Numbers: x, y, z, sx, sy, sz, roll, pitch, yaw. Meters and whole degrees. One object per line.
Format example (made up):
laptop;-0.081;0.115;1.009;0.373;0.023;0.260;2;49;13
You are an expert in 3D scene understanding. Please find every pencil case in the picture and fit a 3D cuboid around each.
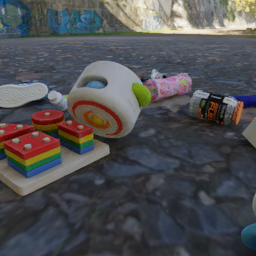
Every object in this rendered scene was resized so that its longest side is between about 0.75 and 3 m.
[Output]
pencil case;1.895;-1.948;13.145;2.526;1.104;1.104;-18;28;-34

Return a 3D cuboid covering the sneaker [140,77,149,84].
sneaker;0.608;-2.371;14.730;1.101;0.613;0.423;0;23;0

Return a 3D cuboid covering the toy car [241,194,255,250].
toy car;2.470;1.800;4.086;1.331;1.553;1.775;-45;36;-8

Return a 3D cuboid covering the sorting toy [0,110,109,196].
sorting toy;-2.436;0.348;7.756;2.739;0.959;2.756;19;29;38

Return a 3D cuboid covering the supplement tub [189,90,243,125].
supplement tub;3.195;-0.730;10.173;1.699;1.041;1.041;17;28;28

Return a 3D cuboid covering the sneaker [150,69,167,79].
sneaker;1.882;-3.000;16.392;1.061;0.589;1.516;5;32;8

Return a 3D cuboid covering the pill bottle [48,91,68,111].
pill bottle;-2.777;-1.094;11.176;0.516;0.516;0.950;10;-19;22

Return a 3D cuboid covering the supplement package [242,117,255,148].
supplement package;4.240;0.057;8.433;1.238;0.751;0.741;-14;55;-32

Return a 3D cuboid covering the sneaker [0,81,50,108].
sneaker;-4.747;-1.553;12.577;2.440;0.983;1.787;-12;13;-11

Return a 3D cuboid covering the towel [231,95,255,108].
towel;5.368;-1.172;12.263;1.520;0.376;1.122;-3;16;-8

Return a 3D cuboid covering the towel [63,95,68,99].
towel;-2.146;-1.095;12.256;2.599;0.235;1.118;15;22;33

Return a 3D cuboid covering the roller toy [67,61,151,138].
roller toy;-0.662;-0.732;8.268;2.064;2.263;1.581;30;58;-11
